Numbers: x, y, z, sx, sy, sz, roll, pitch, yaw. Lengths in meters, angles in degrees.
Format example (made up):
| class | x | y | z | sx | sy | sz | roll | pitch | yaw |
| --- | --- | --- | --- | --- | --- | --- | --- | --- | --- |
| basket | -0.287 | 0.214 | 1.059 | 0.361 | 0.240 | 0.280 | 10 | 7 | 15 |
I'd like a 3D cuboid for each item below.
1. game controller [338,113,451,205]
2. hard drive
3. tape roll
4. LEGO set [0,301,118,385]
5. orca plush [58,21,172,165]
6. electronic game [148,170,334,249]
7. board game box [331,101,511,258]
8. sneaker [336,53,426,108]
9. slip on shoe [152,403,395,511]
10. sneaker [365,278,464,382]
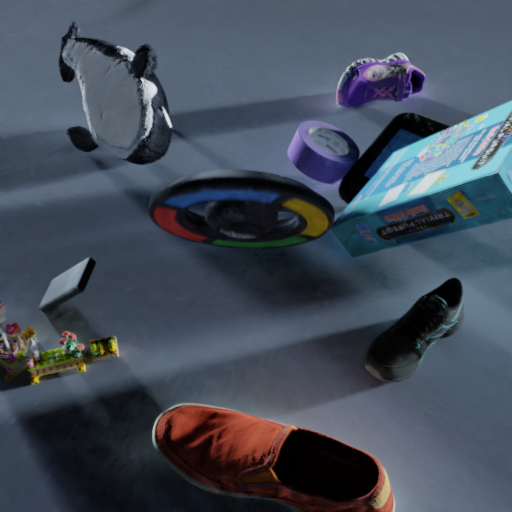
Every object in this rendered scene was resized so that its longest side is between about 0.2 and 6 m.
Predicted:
| class | x | y | z | sx | sy | sz | roll | pitch | yaw |
| --- | --- | --- | --- | --- | --- | --- | --- | --- | --- |
| game controller | 2.721 | -1.686 | 10.348 | 1.465 | 0.591 | 2.808 | 22 | 56 | 29 |
| hard drive | -2.710 | 0.424 | 8.043 | 0.872 | 0.143 | 0.608 | -27 | 35 | 28 |
| tape roll | 1.289 | -1.987 | 10.720 | 1.285 | 0.546 | 1.285 | 15 | 41 | -14 |
| LEGO set | -2.854 | 1.040 | 7.181 | 2.067 | 0.769 | 0.951 | 11 | 40 | 13 |
| orca plush | -2.966 | -3.312 | 12.426 | 4.877 | 1.734 | 2.566 | 33 | 94 | 39 |
| electronic game | -0.198 | -0.529 | 7.669 | 2.526 | 2.526 | 0.526 | 2 | 75 | 2 |
| board game box | 2.711 | -1.114 | 8.004 | 2.178 | 0.677 | 2.886 | -47 | 17 | -31 |
| sneaker | 3.057 | -4.080 | 13.354 | 2.604 | 1.047 | 1.151 | -25 | 53 | -29 |
| slip on shoe | 0.133 | 2.086 | 5.870 | 2.677 | 0.819 | 0.992 | 14 | 43 | 19 |
| sneaker | 2.105 | 0.917 | 7.374 | 1.879 | 0.745 | 0.708 | -33 | 51 | -32 |
